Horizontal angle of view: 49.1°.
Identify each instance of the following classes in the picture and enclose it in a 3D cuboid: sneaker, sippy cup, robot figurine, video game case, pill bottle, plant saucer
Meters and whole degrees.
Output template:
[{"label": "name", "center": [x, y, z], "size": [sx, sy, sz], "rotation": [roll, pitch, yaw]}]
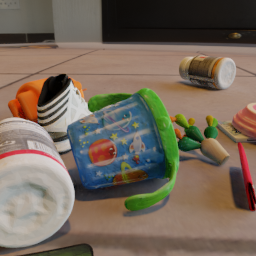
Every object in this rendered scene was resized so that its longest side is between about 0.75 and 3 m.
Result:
[{"label": "sneaker", "center": [-1.197, -0.619, 7.308], "size": [1.115, 1.700, 2.955], "rotation": [10, 23, 24]}, {"label": "sippy cup", "center": [-0.183, 0.305, 5.140], "size": [1.654, 1.772, 2.257], "rotation": [-16, 14, -11]}, {"label": "robot figurine", "center": [-2.256, -0.767, 8.167], "size": [1.395, 1.720, 2.392], "rotation": [31, 30, 17]}, {"label": "video game case", "center": [3.241, 0.062, 7.714], "size": [1.219, 0.147, 1.337], "rotation": [-2, 20, -5]}, {"label": "pill bottle", "center": [3.703, -2.718, 13.348], "size": [1.425, 1.425, 2.448], "rotation": [-14, 25, -33]}, {"label": "pill bottle", "center": [-1.773, 0.624, 4.542], "size": [1.325, 1.325, 2.393], "rotation": [-9, 22, -22]}, {"label": "plant saucer", "center": [4.035, -0.174, 7.511], "size": [2.297, 0.582, 2.297], "rotation": [4, 21, -1]}]

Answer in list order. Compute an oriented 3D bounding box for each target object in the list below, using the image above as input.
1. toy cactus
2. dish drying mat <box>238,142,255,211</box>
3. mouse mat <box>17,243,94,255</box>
[{"label": "toy cactus", "center": [1.553, 0.304, 6.353], "size": [1.873, 0.958, 1.546], "rotation": [-8, 41, -39]}, {"label": "dish drying mat", "center": [2.150, 0.814, 5.072], "size": [0.137, 0.580, 1.511], "rotation": [-13, 17, 22]}, {"label": "mouse mat", "center": [-1.193, 1.888, 2.980], "size": [1.805, 0.068, 1.452], "rotation": [-4, 21, -14]}]
